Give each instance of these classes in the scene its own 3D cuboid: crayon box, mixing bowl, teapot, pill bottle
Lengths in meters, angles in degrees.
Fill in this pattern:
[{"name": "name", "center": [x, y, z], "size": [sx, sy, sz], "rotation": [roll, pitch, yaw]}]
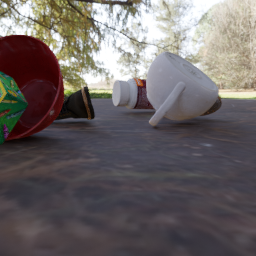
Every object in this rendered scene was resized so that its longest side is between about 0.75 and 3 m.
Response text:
[{"name": "crayon box", "center": [-2.886, -0.534, 6.192], "size": [0.513, 1.045, 1.759], "rotation": [30, 8, -42]}, {"name": "mixing bowl", "center": [-2.598, -0.806, 6.943], "size": [2.570, 2.570, 1.392], "rotation": [1, -14, 11]}, {"name": "teapot", "center": [1.624, -1.179, 9.770], "size": [2.760, 2.015, 2.724], "rotation": [13, 34, -37]}, {"name": "pill bottle", "center": [0.721, -1.874, 15.448], "size": [2.944, 1.681, 1.681], "rotation": [-1, 7, -22]}]

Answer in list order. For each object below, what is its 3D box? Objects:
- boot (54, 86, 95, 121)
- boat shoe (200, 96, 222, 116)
[{"name": "boot", "center": [-2.234, -0.618, 9.505], "size": [1.941, 1.087, 2.806], "rotation": [-11, -5, -15]}, {"name": "boat shoe", "center": [2.626, -1.202, 11.936], "size": [2.867, 1.086, 1.029], "rotation": [4, 46, 41]}]
